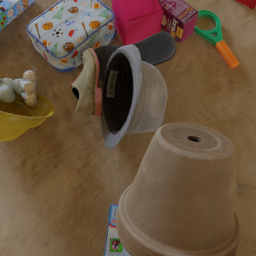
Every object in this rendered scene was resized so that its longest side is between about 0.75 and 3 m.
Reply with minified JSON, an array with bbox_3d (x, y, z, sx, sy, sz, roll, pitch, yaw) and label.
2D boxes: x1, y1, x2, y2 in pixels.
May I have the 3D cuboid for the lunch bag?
[{"bbox_3d":[-1.835,-3.337,9.355,2.758,1.042,2.210,-41,71,-15],"label":"lunch bag"}]

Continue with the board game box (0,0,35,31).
[{"bbox_3d":[-4.669,-4.137,9.414,2.064,0.499,2.729,8,42,3],"label":"board game box"}]

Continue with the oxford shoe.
[{"bbox_3d":[-1.242,-1.388,8.096,0.855,0.805,2.286,-3,62,-12],"label":"oxford shoe"}]

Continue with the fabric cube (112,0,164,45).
[{"bbox_3d":[0.283,-3.707,9.335,1.306,1.331,1.327,-18,68,-9],"label":"fabric cube"}]

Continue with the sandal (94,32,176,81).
[{"bbox_3d":[0.050,-2.108,8.744,2.983,0.639,1.134,-8,91,19],"label":"sandal"}]

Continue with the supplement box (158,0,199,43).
[{"bbox_3d":[1.565,-3.820,9.586,0.760,0.964,1.473,-41,72,-15],"label":"supplement box"}]

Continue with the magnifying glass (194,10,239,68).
[{"bbox_3d":[3.025,-3.114,9.686,1.007,0.283,2.529,-21,67,-9],"label":"magnifying glass"}]

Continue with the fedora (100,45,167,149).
[{"bbox_3d":[0.196,-0.800,7.634,1.312,2.571,2.907,8,46,-24],"label":"fedora"}]

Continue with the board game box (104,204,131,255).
[{"bbox_3d":[0.346,3.267,6.811,1.909,0.462,2.524,6,66,3],"label":"board game box"}]

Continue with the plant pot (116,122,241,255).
[{"bbox_3d":[1.025,1.052,5.017,2.309,2.014,2.309,6,24,-3],"label":"plant pot"}]

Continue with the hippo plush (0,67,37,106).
[{"bbox_3d":[-3.299,-1.282,8.297,1.074,1.064,1.336,-2,62,-15],"label":"hippo plush"}]

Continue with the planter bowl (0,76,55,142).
[{"bbox_3d":[-3.648,-0.469,7.645,2.990,2.990,1.245,29,104,12],"label":"planter bowl"}]

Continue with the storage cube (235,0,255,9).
[{"bbox_3d":[4.520,-5.131,10.128,1.102,0.991,0.942,34,71,13],"label":"storage cube"}]
